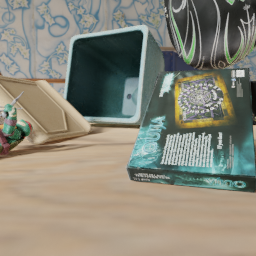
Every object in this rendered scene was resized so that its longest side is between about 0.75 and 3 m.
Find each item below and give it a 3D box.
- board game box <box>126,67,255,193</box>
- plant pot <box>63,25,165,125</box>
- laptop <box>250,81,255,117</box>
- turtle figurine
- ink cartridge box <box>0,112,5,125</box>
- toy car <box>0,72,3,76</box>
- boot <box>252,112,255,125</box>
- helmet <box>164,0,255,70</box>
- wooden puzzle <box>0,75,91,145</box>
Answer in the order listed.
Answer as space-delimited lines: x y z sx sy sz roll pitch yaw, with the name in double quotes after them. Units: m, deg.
0.703 -0.102 2.904 1.082 0.225 1.600 2 43 20 "board game box"
-0.141 -1.403 9.758 2.862 2.870 2.924 3 -7 28 "plant pot"
2.635 -0.083 3.096 2.045 1.056 1.812 -6 7 -17 "laptop"
-1.831 0.029 3.845 1.110 0.746 1.483 -14 10 40 "turtle figurine"
-3.430 -0.324 6.341 1.697 0.994 2.348 2 4 27 "ink cartridge box"
-4.656 -0.734 7.781 2.127 2.217 2.405 -5 48 -11 "toy car"
4.280 -0.350 9.328 1.228 0.587 1.626 -4 1 -18 "boot"
2.440 -2.959 7.885 2.799 2.668 2.799 -19 19 7 "helmet"
-1.898 -0.397 5.929 1.859 0.374 2.009 43 19 10 "wooden puzzle"
